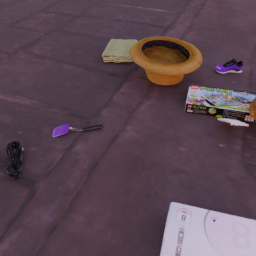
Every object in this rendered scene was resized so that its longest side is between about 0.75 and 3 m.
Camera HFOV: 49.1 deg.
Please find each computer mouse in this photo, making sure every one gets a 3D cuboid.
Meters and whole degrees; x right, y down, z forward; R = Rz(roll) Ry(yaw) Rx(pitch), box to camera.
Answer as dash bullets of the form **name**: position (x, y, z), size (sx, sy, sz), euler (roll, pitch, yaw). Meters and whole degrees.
- **computer mouse**: position (-4.147, 0.952, 7.676), size (2.467, 0.541, 1.353), euler (-7, 43, -8)

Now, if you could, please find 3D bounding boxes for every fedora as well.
- **fedora**: position (1.442, -2.581, 11.210), size (2.991, 1.220, 2.991), euler (1, 42, -1)

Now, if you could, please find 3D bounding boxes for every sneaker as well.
- **sneaker**: position (4.259, -2.644, 11.761), size (1.188, 0.591, 0.413), euler (-3, 42, -4)

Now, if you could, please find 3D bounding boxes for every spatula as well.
- **spatula**: position (-1.586, 0.026, 9.021), size (1.660, 0.171, 0.469), euler (-5, 42, -6)

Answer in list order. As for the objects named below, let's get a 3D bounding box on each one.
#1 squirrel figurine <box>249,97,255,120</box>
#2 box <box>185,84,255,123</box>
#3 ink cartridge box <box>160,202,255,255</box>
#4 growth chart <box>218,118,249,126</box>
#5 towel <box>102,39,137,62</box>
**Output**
- **squirrel figurine**: position (5.094, -0.298, 8.425), size (2.506, 1.773, 2.339), euler (-15, 56, -23)
- **box**: position (3.270, -0.904, 9.903), size (2.355, 0.409, 1.296), euler (9, 42, 11)
- **ink cartridge box**: position (1.614, 2.772, 5.514), size (1.998, 0.701, 2.458), euler (10, 36, 12)
- **growth chart**: position (3.253, -0.198, 8.774), size (0.732, 0.090, 1.011), euler (5, 11, -10)
- **towel**: position (-0.330, -3.605, 13.040), size (1.506, 0.370, 2.030), euler (5, 42, 7)
